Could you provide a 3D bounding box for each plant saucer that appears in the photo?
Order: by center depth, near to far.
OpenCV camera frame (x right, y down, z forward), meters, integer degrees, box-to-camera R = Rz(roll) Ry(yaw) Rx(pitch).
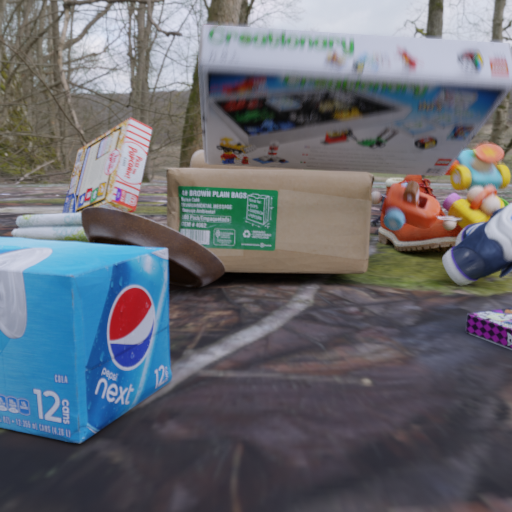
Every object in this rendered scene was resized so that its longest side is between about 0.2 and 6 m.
[{"bbox_3d":[-1.354,-0.024,7.147,1.951,0.313,1.951,17,-17,5],"label":"plant saucer"}]

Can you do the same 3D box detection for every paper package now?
[{"bbox_3d":[0.187,-0.571,8.619,2.829,1.463,2.696,2,5,0],"label":"paper package"}]

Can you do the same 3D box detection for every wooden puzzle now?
[{"bbox_3d":[-0.365,-1.130,10.708,2.054,2.218,0.513,1,50,-15],"label":"wooden puzzle"}]

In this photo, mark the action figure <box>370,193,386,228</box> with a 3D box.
[{"bbox_3d":[3.171,-0.845,13.309,0.814,0.699,1.370,25,44,-18],"label":"action figure"}]

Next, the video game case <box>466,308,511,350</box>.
[{"bbox_3d":[2.854,0.724,5.161,1.184,0.234,1.306,-4,10,-21],"label":"video game case"}]

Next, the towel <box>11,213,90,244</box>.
[{"bbox_3d":[-2.757,-0.340,9.614,2.122,0.511,1.816,-1,-6,14],"label":"towel"}]

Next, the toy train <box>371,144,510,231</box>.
[{"bbox_3d":[3.348,-1.338,9.726,2.127,0.788,2.832,26,50,14],"label":"toy train"}]

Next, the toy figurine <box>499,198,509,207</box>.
[{"bbox_3d":[5.392,-0.846,13.551,1.074,0.876,1.167,-17,-5,-32],"label":"toy figurine"}]

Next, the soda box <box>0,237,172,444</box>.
[{"bbox_3d":[-2.389,0.434,4.311,3.376,1.083,1.145,3,10,21],"label":"soda box"}]

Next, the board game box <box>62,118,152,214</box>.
[{"bbox_3d":[-2.725,-1.396,10.019,0.479,1.566,2.067,21,-20,-38],"label":"board game box"}]

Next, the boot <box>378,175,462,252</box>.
[{"bbox_3d":[3.147,-0.850,10.910,1.062,1.518,2.831,0,11,-11],"label":"boot"}]

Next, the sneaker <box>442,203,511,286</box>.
[{"bbox_3d":[3.505,-0.290,7.841,1.385,0.762,1.892,-39,-9,38],"label":"sneaker"}]

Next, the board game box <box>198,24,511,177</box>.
[{"bbox_3d":[1.150,-1.986,7.704,3.778,0.654,2.385,3,-20,-3],"label":"board game box"}]
